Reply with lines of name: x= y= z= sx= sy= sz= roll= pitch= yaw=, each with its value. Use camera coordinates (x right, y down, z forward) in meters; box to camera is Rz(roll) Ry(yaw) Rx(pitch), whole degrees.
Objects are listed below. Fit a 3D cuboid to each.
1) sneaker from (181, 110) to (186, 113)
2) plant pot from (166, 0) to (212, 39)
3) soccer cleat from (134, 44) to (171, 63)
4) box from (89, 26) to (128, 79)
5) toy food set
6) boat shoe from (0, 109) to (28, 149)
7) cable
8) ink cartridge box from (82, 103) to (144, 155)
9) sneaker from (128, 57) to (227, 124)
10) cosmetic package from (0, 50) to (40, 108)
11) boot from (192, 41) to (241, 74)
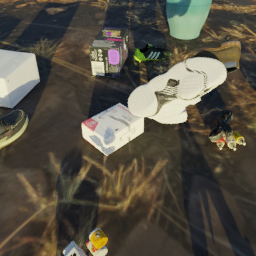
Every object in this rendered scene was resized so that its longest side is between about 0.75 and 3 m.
sneaker: x=1.352 y=-1.042 z=9.403 sx=0.651 sy=0.715 sz=1.618 roll=-24 pitch=44 yaw=-25
plant pot: x=2.962 y=-5.746 z=14.092 sx=2.295 sy=2.156 sz=2.295 roll=0 pitch=38 yaw=0
soccer cleat: x=1.112 y=-3.323 z=12.237 sx=1.725 sy=0.699 sz=0.582 roll=-12 pitch=40 yaw=-15
box: x=-0.714 y=-3.145 z=11.502 sx=1.158 sy=1.335 sz=2.184 roll=6 pitch=39 yaw=8
toy food set: x=-1.033 y=2.351 z=5.090 sx=1.520 sy=0.725 sz=0.684 roll=-48 pitch=52 yaw=-6
boat shoe: x=-3.754 y=0.088 z=7.926 sx=0.859 sy=0.790 sz=2.403 roll=16 pitch=41 yaw=18
cable: x=2.877 y=0.053 z=8.470 sx=0.927 sy=0.480 sz=1.909 roll=-10 pitch=24 yaw=14
ink cartridge box: x=-0.423 y=-0.018 z=8.194 sx=1.498 sy=0.620 sz=1.097 roll=-32 pitch=49 yaw=-33
sneaker: x=1.472 y=-0.922 z=7.695 sx=2.728 sy=1.568 sz=1.025 roll=-22 pitch=67 yaw=30
cosmetic package: x=-4.555 y=-1.831 z=9.969 sx=1.969 sy=1.210 sz=1.962 roll=9 pitch=40 yaw=11
boot: x=2.217 y=-1.685 z=7.294 sx=1.445 sy=0.540 sz=0.700 roll=-16 pitch=65 yaw=43
